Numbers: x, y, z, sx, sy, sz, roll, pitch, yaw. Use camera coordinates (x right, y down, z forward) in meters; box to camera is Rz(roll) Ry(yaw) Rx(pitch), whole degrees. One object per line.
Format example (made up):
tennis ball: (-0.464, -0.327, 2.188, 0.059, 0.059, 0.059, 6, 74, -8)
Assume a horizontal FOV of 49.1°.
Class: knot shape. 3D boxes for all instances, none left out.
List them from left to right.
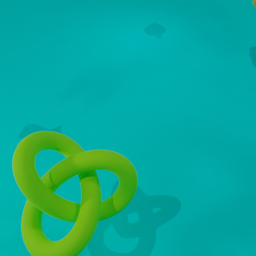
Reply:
knot shape: (-0.715, 0.915, 4.201, 1.781, 0.879, 1.903, -4, 79, -13)

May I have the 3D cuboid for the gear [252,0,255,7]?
gear: (2.212, -1.369, 3.420, 1.392, 0.257, 1.392, 14, 44, -14)
